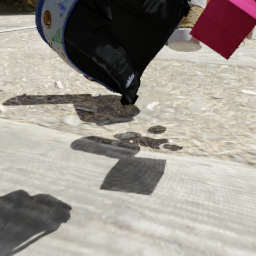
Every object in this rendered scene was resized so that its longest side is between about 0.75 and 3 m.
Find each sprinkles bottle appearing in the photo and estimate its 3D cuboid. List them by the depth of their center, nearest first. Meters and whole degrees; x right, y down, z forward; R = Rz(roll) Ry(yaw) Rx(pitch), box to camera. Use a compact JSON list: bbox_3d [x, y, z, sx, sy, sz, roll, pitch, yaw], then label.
[{"bbox_3d":[1.349,-2.808,6.073,0.745,2.184,0.745,6,1,0],"label":"sprinkles bottle"}]

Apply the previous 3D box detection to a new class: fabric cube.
[{"bbox_3d":[1.830,-1.966,5.181,0.890,0.893,0.876,36,44,5],"label":"fabric cube"}]

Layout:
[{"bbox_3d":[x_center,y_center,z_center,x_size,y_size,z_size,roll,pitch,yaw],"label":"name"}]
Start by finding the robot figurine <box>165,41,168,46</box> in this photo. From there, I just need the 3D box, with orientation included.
[{"bbox_3d":[1.098,-3.731,8.270,1.571,2.359,2.782,24,51,-28],"label":"robot figurine"}]

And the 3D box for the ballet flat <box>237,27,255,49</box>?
[{"bbox_3d":[2.530,-1.992,6.172,0.302,0.899,0.306,48,18,0],"label":"ballet flat"}]

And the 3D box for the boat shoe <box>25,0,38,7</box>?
[{"bbox_3d":[-2.418,-3.997,6.810,0.635,1.881,0.677,27,38,23],"label":"boat shoe"}]

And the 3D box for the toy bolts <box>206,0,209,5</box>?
[{"bbox_3d":[2.041,-2.616,6.624,0.828,1.140,1.193,-13,62,13],"label":"toy bolts"}]

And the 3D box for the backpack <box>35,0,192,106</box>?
[{"bbox_3d":[-0.283,-1.486,3.831,1.458,1.893,1.803,34,9,26],"label":"backpack"}]
